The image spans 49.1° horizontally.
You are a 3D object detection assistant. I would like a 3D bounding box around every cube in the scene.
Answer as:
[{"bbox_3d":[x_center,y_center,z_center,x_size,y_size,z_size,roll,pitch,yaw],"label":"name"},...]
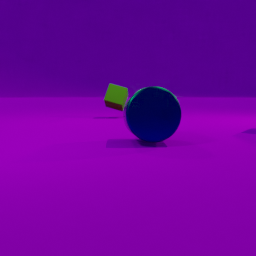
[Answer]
[{"bbox_3d":[-0.494,-1.283,11.866,0.796,0.796,0.796,16,-15,6],"label":"cube"}]

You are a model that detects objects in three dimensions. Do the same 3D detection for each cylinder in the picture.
[{"bbox_3d":[0.454,-0.273,5.753,1.062,1.062,1.062,0,2,-4],"label":"cylinder"}]
